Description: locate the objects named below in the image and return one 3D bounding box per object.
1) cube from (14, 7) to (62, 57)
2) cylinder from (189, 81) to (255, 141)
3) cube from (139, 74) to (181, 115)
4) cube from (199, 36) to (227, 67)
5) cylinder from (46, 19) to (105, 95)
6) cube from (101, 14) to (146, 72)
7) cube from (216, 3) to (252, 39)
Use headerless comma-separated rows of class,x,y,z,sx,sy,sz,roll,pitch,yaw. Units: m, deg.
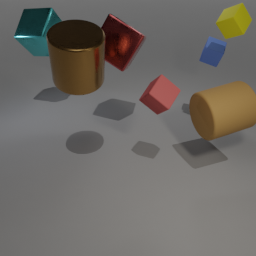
cube,-3.565,-3.946,11.656,1.400,1.400,1.400,6,73,20
cylinder,2.693,-0.497,7.976,1.400,1.400,1.400,-17,32,-12
cube,0.863,-0.899,7.678,0.700,0.700,0.700,-57,12,-20
cube,3.190,-2.862,10.525,0.700,0.700,0.700,22,55,5
cylinder,-1.300,-1.809,7.224,1.400,1.400,1.400,3,49,-4
cube,-0.316,-3.045,10.076,1.400,1.400,1.400,33,18,-3
cube,3.406,-3.425,9.012,0.700,0.700,0.700,4,56,55
